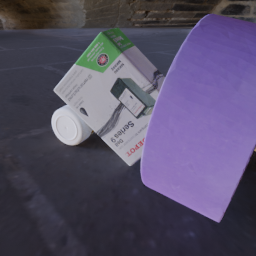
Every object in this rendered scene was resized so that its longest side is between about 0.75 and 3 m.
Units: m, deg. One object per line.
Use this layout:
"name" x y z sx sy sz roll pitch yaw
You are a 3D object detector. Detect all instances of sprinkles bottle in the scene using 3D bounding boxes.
"sprinkles bottle" -0.830 -0.501 7.826 0.973 0.973 2.852 12 26 25

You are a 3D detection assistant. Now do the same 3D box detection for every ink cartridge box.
"ink cartridge box" -0.077 -0.614 5.795 2.281 1.665 0.959 45 27 -5

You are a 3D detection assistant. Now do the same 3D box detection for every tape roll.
"tape roll" 1.381 -0.144 4.247 1.195 2.812 2.812 23 31 21

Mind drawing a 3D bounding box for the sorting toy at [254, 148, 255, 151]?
"sorting toy" 3.039 0.350 6.211 1.438 0.262 1.332 -1 10 -21
